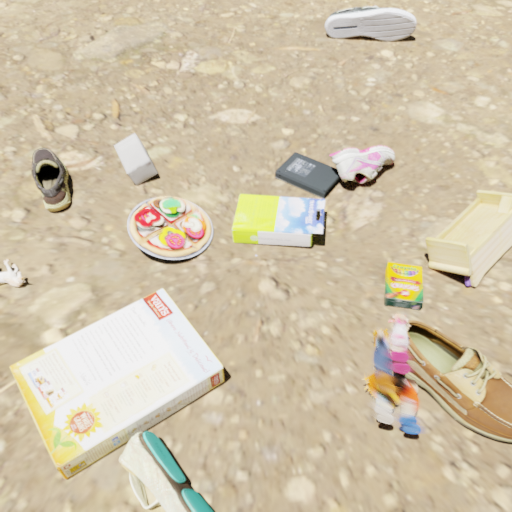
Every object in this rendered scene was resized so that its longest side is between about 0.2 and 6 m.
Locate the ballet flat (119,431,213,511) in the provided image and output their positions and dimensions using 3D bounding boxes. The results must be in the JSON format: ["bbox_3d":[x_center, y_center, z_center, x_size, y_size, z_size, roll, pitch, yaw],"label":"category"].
[{"bbox_3d":[-1.121,3.277,7.466,0.659,0.712,2.113,-47,55,-2],"label":"ballet flat"}]

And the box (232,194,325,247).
[{"bbox_3d":[0.460,-0.711,11.099,1.745,0.416,1.064,4,48,7],"label":"box"}]

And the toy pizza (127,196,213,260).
[{"bbox_3d":[-1.658,-0.612,10.931,1.672,0.265,1.672,8,49,-9],"label":"toy pizza"}]

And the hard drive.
[{"bbox_3d":[1.169,-1.777,12.245,1.257,0.207,0.877,27,53,22],"label":"hard drive"}]

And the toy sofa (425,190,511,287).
[{"bbox_3d":[4.157,-0.346,10.646,2.032,0.991,0.841,-37,33,-29],"label":"toy sofa"}]

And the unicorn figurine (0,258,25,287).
[{"bbox_3d":[-4.601,0.352,10.267,0.916,0.338,0.629,-21,60,1],"label":"unicorn figurine"}]

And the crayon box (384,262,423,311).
[{"bbox_3d":[2.671,0.480,10.157,0.647,0.259,1.019,7,48,6],"label":"crayon box"}]

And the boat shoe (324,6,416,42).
[{"bbox_3d":[3.359,-6.975,16.477,2.632,0.949,0.933,5,52,7],"label":"boat shoe"}]

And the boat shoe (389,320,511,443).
[{"bbox_3d":[3.104,1.840,8.467,2.460,0.908,0.931,31,55,25],"label":"boat shoe"}]

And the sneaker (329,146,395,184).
[{"bbox_3d":[2.340,-1.942,12.149,1.678,0.683,0.740,-10,91,-29],"label":"sneaker"}]

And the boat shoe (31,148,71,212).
[{"bbox_3d":[-4.398,-1.782,11.952,0.730,0.646,1.993,-20,51,-17],"label":"boat shoe"}]

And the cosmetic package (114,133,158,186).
[{"bbox_3d":[-2.645,-2.123,12.297,0.590,0.498,1.104,-30,55,0],"label":"cosmetic package"}]

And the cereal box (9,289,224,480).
[{"bbox_3d":[-2.129,1.841,8.712,2.722,0.538,1.958,-27,53,-23],"label":"cereal box"}]

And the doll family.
[{"bbox_3d":[1.916,1.665,8.237,0.816,1.811,1.124,-6,26,17],"label":"doll family"}]
